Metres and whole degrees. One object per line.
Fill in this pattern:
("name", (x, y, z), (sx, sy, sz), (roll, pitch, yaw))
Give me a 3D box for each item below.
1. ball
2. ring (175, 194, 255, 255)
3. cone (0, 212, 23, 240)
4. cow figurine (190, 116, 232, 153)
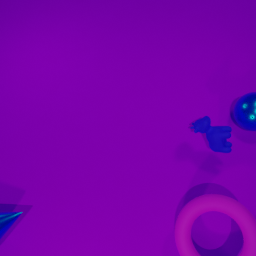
("ball", (3.796, -0.490, 8.408), (1.185, 1.185, 1.185), (0, 64, 0))
("ring", (2.081, 2.576, 6.606), (1.994, 0.399, 1.994), (-4, 81, 24))
("cone", (-3.202, 2.392, 7.056), (1.129, 1.125, 1.125), (-25, 66, -15))
("cow figurine", (2.297, 0.199, 7.727), (1.067, 1.084, 0.595), (1, 30, 23))
